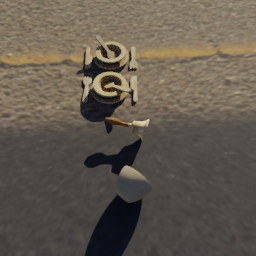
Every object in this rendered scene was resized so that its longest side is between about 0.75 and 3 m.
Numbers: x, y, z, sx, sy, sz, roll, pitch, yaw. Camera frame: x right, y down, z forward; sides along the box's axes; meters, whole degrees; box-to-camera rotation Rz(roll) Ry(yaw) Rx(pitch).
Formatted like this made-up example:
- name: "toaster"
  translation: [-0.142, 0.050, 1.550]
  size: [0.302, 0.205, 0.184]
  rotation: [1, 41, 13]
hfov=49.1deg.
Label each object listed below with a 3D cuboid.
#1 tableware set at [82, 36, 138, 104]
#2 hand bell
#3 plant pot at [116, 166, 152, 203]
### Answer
- name: "tableware set"
  translation: [-0.555, -1.928, 8.963]
  size: [1.758, 0.533, 2.660]
  rotation: [-1, 55, -1]
- name: "hand bell"
  translation: [-0.057, -0.096, 7.545]
  size: [1.144, 0.596, 0.596]
  rotation: [16, 56, 2]
- name: "plant pot"
  translation: [0.055, 1.375, 6.466]
  size: [0.849, 0.849, 0.570]
  rotation: [34, 67, 22]
